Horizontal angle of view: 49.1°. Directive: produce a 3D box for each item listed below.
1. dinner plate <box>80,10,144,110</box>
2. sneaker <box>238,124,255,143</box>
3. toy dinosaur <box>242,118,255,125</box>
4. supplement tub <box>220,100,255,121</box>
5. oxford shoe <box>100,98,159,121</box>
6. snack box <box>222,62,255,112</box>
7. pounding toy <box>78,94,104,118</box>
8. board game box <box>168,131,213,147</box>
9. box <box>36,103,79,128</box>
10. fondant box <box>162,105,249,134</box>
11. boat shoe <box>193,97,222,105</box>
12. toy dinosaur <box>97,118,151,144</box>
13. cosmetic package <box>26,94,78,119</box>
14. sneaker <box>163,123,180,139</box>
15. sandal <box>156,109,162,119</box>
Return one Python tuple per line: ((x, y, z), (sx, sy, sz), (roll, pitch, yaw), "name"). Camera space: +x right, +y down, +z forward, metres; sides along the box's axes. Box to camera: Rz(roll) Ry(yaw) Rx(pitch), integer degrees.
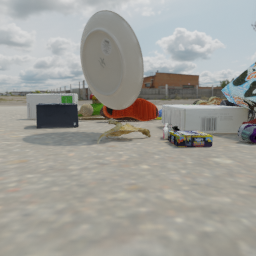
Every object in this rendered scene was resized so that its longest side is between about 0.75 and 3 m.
((-0.669, -1.921, 8.316), (0.354, 2.918, 2.918), (-22, 19, -40), "dinner plate")
((3.397, 0.147, 6.672), (1.449, 0.539, 0.634), (-9, 18, -11), "sneaker")
((4.359, -0.993, 8.174), (2.366, 2.147, 1.243), (13, -24, -35), "toy dinosaur")
((5.090, -0.762, 11.781), (2.297, 1.229, 1.229), (0, 6, -1), "supplement tub")
((0.077, -0.832, 13.568), (2.989, 1.064, 1.084), (4, -11, -26), "oxford shoe")
((3.903, -1.148, 7.486), (1.653, 0.528, 2.845), (-40, 18, 4), "snack box")
((-1.875, -1.245, 14.910), (2.208, 1.327, 2.860), (-3, 1, 38), "pounding toy")
((1.404, 0.239, 6.474), (0.782, 0.268, 0.946), (1, 6, -5), "board game box")
((-2.733, -0.511, 10.850), (1.505, 0.899, 1.531), (-2, 7, -15), "box")
((2.480, -0.375, 9.708), (2.035, 0.822, 2.821), (-1, 8, -7), "fondant box")
((4.125, -0.797, 13.451), (1.106, 1.133, 2.996), (22, 25, 37), "boat shoe")
((-0.220, 0.039, 7.217), (1.817, 0.529, 0.919), (-5, 9, -39), "toy dinosaur")
((-4.033, -1.174, 15.095), (2.551, 1.373, 1.082), (-2, 7, 0), "cosmetic package")
((1.190, 0.093, 7.562), (0.427, 0.360, 0.976), (2, 10, 11), "sneaker")
((1.962, -0.828, 14.776), (1.745, 0.760, 0.694), (-3, 9, -15), "sandal")
